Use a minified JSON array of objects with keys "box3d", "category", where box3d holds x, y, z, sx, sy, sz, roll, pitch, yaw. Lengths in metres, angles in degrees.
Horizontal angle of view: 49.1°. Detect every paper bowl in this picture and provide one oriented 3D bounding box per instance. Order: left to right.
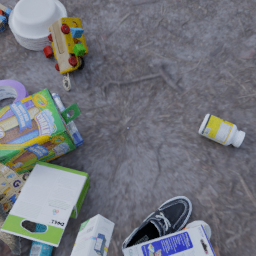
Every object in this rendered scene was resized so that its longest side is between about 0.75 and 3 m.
[{"box3d":[-3.955,-4.823,12.399,2.553,1.328,2.553,-1,65,1],"category":"paper bowl"}]

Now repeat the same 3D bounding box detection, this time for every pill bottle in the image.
[{"box3d":[3.453,0.134,10.337,1.505,0.843,0.843,25,67,11],"category":"pill bottle"}]

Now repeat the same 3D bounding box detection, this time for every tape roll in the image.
[{"box3d":[-4.796,-0.904,10.661,2.064,0.677,2.064,-3,53,4],"category":"tape roll"}]

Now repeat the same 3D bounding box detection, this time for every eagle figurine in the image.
[{"box3d":[-4.235,2.973,8.557,1.721,1.730,2.281,16,26,-32],"category":"eagle figurine"}]

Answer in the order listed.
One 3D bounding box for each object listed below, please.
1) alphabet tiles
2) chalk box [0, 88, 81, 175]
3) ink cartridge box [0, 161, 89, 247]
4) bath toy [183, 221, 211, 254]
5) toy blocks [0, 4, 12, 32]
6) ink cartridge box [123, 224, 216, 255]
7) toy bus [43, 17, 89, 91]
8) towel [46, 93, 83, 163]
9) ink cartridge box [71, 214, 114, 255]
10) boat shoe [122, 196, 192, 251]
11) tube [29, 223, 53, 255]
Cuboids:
[{"box3d":[-4.598,2.080,9.856,2.304,0.073,1.917,-40,71,-17],"category":"alphabet tiles"},{"box3d":[-2.947,0.045,9.609,2.891,1.799,1.790,-25,67,-7],"category":"chalk box"},{"box3d":[-2.496,2.441,8.838,1.823,0.934,2.466,13,49,6],"category":"ink cartridge box"},{"box3d":[1.927,4.042,8.550,0.891,1.048,2.410,-10,58,41],"category":"bath toy"},{"box3d":[-6.163,-4.976,12.779,1.358,0.993,1.987,30,68,1],"category":"toy blocks"},{"box3d":[1.195,3.737,7.987,2.487,0.488,1.237,-14,58,-7],"category":"ink cartridge box"},{"box3d":[-2.307,-3.258,11.620,1.309,2.534,2.391,-18,54,-41],"category":"toy bus"},{"box3d":[-3.027,-0.030,10.722,1.854,0.300,2.524,-29,68,-12],"category":"towel"},{"box3d":[-0.912,2.886,6.855,0.538,0.893,1.229,37,41,-17],"category":"ink cartridge box"},{"box3d":[0.971,3.110,8.895,2.758,0.935,0.989,-32,69,-13],"category":"boat shoe"},{"box3d":[-2.630,3.255,9.080,0.918,0.597,2.370,11,59,-4],"category":"tube"}]
